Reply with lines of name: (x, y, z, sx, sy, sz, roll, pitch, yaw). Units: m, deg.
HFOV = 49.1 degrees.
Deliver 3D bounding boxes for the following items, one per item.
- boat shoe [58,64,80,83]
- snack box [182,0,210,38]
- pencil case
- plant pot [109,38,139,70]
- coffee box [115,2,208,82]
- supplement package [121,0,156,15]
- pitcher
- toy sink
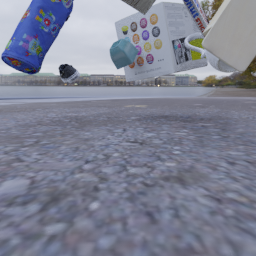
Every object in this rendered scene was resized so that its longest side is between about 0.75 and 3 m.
boat shoe: (-2.456, -2.247, 11.186, 0.738, 0.699, 2.111, -41, 23, -3)
snack box: (1.735, -3.443, 7.658, 0.263, 2.165, 0.778, -23, 32, 31)
pencil case: (-2.590, -2.905, 8.283, 1.096, 2.810, 1.220, 7, -21, 47)
plant pot: (-0.225, -2.857, 10.544, 0.807, 0.824, 0.809, -12, 42, 39)
coffee box: (1.415, -3.496, 11.604, 2.588, 2.563, 2.592, -1, 14, 45)
supplement package: (0.041, -3.365, 6.480, 1.370, 0.750, 0.779, 4, 46, -52)
pitcher: (2.843, -2.679, 9.125, 1.823, 1.289, 2.126, -19, 45, 19)
toy sink: (2.274, -2.064, 5.827, 1.050, 1.611, 0.903, 32, 6, -5)
